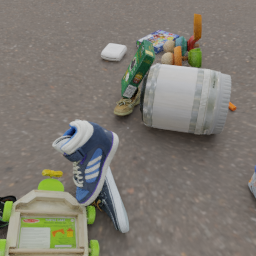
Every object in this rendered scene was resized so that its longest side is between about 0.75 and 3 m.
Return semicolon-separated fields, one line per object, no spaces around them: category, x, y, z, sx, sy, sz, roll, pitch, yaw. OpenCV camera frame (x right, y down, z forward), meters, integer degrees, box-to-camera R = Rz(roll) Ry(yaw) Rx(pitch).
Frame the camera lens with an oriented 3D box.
camera lens;1.830;-0.942;9.325;2.687;2.149;2.149;9;41;11

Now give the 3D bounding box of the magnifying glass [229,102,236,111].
magnifying glass;3.678;-1.221;11.214;0.686;0.193;1.725;-17;42;-17

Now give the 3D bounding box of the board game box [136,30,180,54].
board game box;1.630;-4.708;15.154;1.405;0.358;2.075;30;48;30

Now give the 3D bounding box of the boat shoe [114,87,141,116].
boat shoe;-0.013;-1.003;10.511;0.637;0.544;1.737;14;34;20

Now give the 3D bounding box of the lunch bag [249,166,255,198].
lunch bag;4.562;1.623;7.274;2.545;0.962;2.039;-3;39;-6

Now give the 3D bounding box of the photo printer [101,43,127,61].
photo printer;-0.717;-3.756;13.981;1.024;0.428;1.231;12;42;12

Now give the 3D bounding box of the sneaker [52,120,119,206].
sneaker;-1.192;0.773;6.461;1.450;1.980;0.798;21;7;-34

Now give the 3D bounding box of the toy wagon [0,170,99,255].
toy wagon;-1.815;2.155;6.569;2.101;0.536;2.707;9;37;-20

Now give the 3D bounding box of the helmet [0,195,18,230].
helmet;-3.125;2.041;6.850;0.871;0.830;0.871;-19;54;29

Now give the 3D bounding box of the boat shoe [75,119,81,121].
boat shoe;-1.305;0.135;9.375;1.378;0.460;0.507;22;45;23

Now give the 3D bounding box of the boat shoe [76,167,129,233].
boat shoe;-0.699;1.839;7.241;0.989;0.771;2.178;-21;44;-6

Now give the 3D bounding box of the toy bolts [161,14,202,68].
toy bolts;2.468;-3.985;13.087;1.766;2.432;2.546;-1;22;11

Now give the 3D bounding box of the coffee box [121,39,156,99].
coffee box;0.329;-2.100;10.172;0.424;1.928;1.185;20;37;-17
